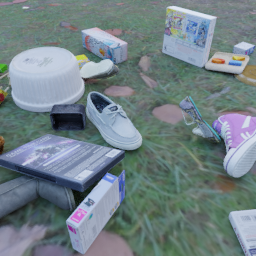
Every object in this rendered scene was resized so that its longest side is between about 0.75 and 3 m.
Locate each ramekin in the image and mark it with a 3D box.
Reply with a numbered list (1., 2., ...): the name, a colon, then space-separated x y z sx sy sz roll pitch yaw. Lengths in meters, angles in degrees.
1. ramekin: -2.937 -1.857 10.063 2.620 1.375 2.620 0 40 0

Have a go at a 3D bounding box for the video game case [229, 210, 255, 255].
1. video game case: 3.449 2.473 5.554 2.218 0.255 2.021 -3 38 -6

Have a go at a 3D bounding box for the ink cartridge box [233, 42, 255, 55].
1. ink cartridge box: 5.536 -3.762 13.288 0.949 0.362 0.648 -30 47 -30

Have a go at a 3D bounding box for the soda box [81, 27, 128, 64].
1. soda box: -1.130 -3.864 13.042 0.900 0.837 2.632 -25 44 -29

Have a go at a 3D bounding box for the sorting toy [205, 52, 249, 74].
1. sorting toy: 3.981 -2.976 12.198 2.250 0.331 1.663 15 40 25

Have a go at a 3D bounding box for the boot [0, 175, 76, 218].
1. boot: -2.374 1.626 6.236 1.998 0.725 1.816 -18 28 -32

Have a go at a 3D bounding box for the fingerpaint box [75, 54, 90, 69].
1. fingerpaint box: -2.179 -2.841 12.168 0.867 0.318 0.724 -19 41 -21

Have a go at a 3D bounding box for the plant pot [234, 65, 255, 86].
1. plant pot: 5.225 -2.182 11.421 1.673 0.230 1.673 -1 39 0

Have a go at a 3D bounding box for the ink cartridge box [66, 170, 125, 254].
1. ink cartridge box: -0.604 1.686 5.934 0.348 0.990 1.660 21 44 25

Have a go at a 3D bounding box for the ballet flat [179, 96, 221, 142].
1. ballet flat: 2.025 -0.150 8.175 0.583 0.583 1.622 -39 94 -38

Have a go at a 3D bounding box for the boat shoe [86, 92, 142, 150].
1. boat shoe: -0.535 -0.311 8.478 0.907 0.926 2.599 -25 44 -26

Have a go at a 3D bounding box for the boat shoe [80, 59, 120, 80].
1. boat shoe: -1.153 -2.189 10.865 1.964 0.587 0.702 3 73 45

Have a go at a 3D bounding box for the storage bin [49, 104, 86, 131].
1. storage bin: -1.846 -0.329 8.714 1.023 0.691 0.480 0 39 0

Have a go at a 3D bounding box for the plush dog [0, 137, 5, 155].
1. plush dog: -4.533 0.193 7.118 2.334 2.717 2.180 7 72 24

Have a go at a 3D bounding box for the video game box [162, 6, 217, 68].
1. video game box: 2.574 -4.001 12.223 0.531 2.066 2.268 -31 48 -32

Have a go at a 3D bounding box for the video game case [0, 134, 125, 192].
1. video game case: -1.658 0.744 7.038 2.615 0.248 1.868 9 22 26

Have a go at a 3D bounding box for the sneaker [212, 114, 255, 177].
1. sneaker: 2.876 0.371 7.789 1.473 0.936 2.583 21 35 33

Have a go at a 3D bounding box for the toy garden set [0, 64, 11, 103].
1. toy garden set: -5.199 -1.599 10.496 2.198 0.526 2.636 5 38 9
